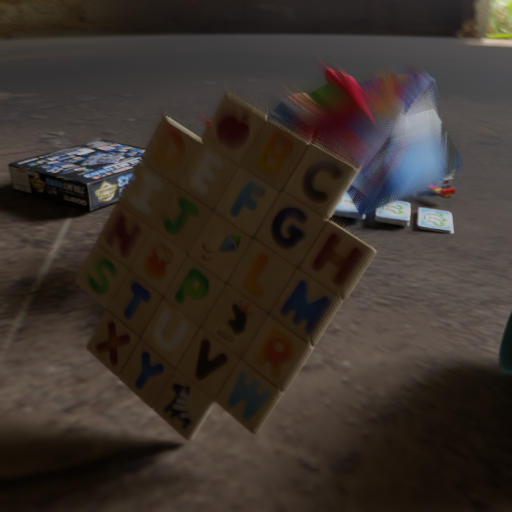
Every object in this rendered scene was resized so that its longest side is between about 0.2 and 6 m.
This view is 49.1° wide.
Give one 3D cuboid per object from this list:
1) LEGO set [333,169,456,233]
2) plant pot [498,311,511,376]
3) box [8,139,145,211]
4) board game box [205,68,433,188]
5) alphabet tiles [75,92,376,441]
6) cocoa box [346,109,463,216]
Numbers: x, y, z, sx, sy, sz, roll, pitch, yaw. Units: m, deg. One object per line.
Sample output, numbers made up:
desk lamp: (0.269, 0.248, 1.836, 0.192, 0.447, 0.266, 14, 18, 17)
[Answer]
LEGO set: (2.796, -1.397, 11.025, 2.164, 0.711, 2.897, 11, 28, 13)
plant pot: (3.655, 0.657, 5.558, 1.595, 1.987, 1.987, 27, 33, 12)
box: (-3.364, -1.793, 11.838, 2.531, 0.634, 2.550, 17, 31, 30)
board game box: (0.289, -1.918, 8.368, 3.778, 0.931, 4.782, -4, 36, 44)
alphabet tiles: (-0.448, 0.116, 5.224, 2.465, 2.962, 0.094, 36, 13, 21)
cocoa box: (2.220, -1.472, 8.834, 1.608, 1.055, 1.072, -23, -7, -35)
